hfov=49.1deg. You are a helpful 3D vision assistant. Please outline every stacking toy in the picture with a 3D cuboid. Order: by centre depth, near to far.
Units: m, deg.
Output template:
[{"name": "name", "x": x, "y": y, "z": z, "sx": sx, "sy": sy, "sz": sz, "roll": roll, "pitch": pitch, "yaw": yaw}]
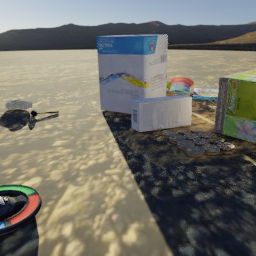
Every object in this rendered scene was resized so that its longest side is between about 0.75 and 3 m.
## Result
[{"name": "stacking toy", "x": 1.969, "y": -1.784, "z": 13.168, "sx": 2.144, "sy": 0.906, "sz": 1.941, "roll": 11, "pitch": -4, "yaw": 20}]

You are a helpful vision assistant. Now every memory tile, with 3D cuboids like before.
[{"name": "memory tile", "x": 1.802, "y": 0.334, "z": 7.382, "sx": 1.345, "sy": 0.147, "sz": 1.754, "roll": -6, "pitch": 19, "yaw": -18}]

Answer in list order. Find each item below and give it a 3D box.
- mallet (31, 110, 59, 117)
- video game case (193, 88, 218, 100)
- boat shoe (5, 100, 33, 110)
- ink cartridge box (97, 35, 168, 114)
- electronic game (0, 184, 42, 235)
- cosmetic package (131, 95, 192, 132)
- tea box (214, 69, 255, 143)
[{"name": "mallet", "x": -2.964, "y": -0.545, "z": 9.938, "sx": 0.969, "sy": 0.199, "sz": 0.319, "roll": -8, "pitch": 16, "yaw": -36}, {"name": "video game case", "x": 3.717, "y": -1.575, "z": 12.872, "sx": 1.368, "sy": 0.170, "sz": 1.911, "roll": 5, "pitch": 19, "yaw": 14}, {"name": "boat shoe", "x": -4.095, "y": -0.902, "z": 10.616, "sx": 1.036, "sy": 0.370, "sz": 0.310, "roll": -3, "pitch": 24, "yaw": 4}, {"name": "ink cartridge box", "x": 0.216, "y": -2.031, "z": 10.350, "sx": 1.942, "sy": 2.659, "sz": 1.951, "roll": 9, "pitch": 21, "yaw": 28}, {"name": "electronic game", "x": -2.055, "y": 1.270, "z": 4.459, "sx": 1.313, "sy": 0.273, "sz": 1.313, "roll": 0, "pitch": 19, "yaw": 0}, {"name": "cosmetic package", "x": 1.013, "y": -0.470, "z": 8.484, "sx": 1.780, "sy": 0.903, "sz": 0.634, "roll": -7, "pitch": 15, "yaw": -21}, {"name": "tea box", "x": 4.137, "y": -0.632, "z": 7.810, "sx": 2.452, "sy": 1.665, "sz": 2.492, "roll": 17, "pitch": 25, "yaw": 42}]
